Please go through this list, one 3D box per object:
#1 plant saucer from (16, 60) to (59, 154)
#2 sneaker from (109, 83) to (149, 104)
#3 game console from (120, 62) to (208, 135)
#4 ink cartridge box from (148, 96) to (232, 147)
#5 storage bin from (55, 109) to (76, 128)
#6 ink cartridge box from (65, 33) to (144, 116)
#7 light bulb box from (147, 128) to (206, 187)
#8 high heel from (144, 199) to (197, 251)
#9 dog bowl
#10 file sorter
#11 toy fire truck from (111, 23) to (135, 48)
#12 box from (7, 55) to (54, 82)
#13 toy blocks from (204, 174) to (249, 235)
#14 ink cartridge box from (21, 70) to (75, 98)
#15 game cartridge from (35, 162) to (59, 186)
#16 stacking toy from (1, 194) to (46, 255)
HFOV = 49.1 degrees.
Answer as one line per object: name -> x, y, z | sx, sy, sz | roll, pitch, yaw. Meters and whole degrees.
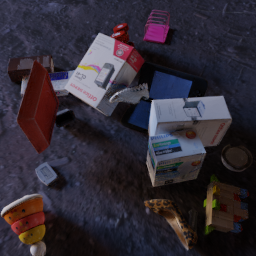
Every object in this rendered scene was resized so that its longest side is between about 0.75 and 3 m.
plant saucer -> -2.981, -0.657, 9.787 | 0.450, 2.450, 2.445 | 3, 61, 2
sneaker -> 0.087, -1.236, 11.018 | 1.696, 0.637, 0.687 | -20, 95, -18
game console -> 1.454, -1.054, 11.477 | 2.904, 2.503, 1.724 | 20, 28, 15
ink cartridge box -> 2.150, -0.124, 10.303 | 2.597, 1.902, 1.115 | -5, 57, -5
storage bin -> -2.695, -0.427, 11.689 | 0.876, 0.637, 0.588 | -25, 28, -18
ink cartridge box -> -0.989, -2.253, 11.784 | 2.096, 1.216, 2.840 | 32, 88, 29
light bulb box -> 1.602, 1.056, 9.746 | 1.703, 1.718, 1.072 | -10, 53, -7
high heel -> 1.318, 3.010, 8.856 | 1.842, 0.658, 1.313 | 16, 47, 1
dog bowl -> 4.072, 1.139, 10.564 | 1.131, 0.332, 1.131 | 0, 53, 0
file sorter -> 1.624, -5.624, 15.429 | 1.131, 1.021, 1.628 | 12, 53, 10
toy fire truck -> -0.801, -4.204, 14.184 | 1.958, 1.307, 2.332 | -10, 39, 16
box -> -4.631, -2.860, 13.453 | 2.017, 0.756, 1.010 | -5, 52, -6
toy blocks -> 3.274, 2.626, 9.139 | 1.309, 0.957, 1.916 | 16, 57, -1
ink cartridge box -> -3.548, -2.014, 12.954 | 2.606, 0.483, 1.234 | -8, 53, -4
game cartridge -> -2.991, 1.692, 10.247 | 0.563, 0.176, 0.845 | -36, 60, -20
stacking toy -> -2.980, 3.095, 8.675 | 1.329, 1.329, 1.819 | -25, 72, -18
